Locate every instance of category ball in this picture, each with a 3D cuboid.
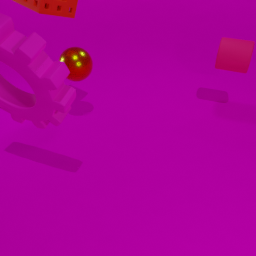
[{"bbox_3d":[-1.379,-1.683,7.407,0.901,0.901,0.901,0,32,0],"label":"ball"}]

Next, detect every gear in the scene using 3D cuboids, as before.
[{"bbox_3d":[-1.868,-0.816,4.522,2.068,2.068,0.382,13,54,19],"label":"gear"}]

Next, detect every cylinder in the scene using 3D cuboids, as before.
[{"bbox_3d":[3.160,-2.161,8.332,0.930,0.930,0.930,14,35,17],"label":"cylinder"}]

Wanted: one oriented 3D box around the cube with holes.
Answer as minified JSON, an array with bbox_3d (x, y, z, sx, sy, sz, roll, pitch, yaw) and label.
[{"bbox_3d":[-1.843,-3.246,6.406,1.040,1.040,1.040,32,29,26],"label":"cube with holes"}]
